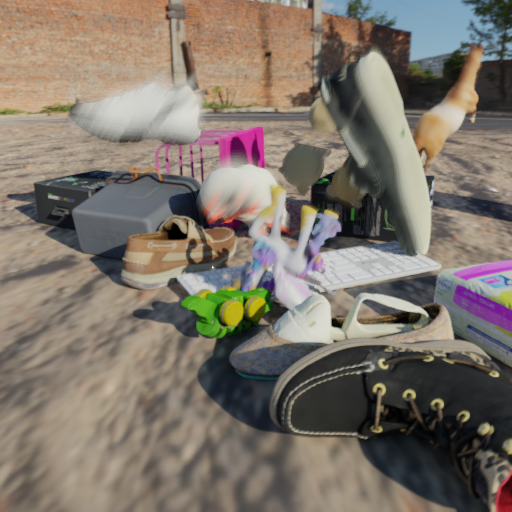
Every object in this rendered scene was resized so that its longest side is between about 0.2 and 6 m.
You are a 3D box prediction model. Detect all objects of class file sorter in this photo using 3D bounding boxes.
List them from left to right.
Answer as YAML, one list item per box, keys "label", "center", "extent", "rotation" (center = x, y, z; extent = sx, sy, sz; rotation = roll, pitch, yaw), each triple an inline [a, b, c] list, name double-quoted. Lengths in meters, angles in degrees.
- label: "file sorter"
  center: [-0.985, -1.895, 13.145]
  extent: [1.771, 1.962, 2.823]
  rotation: [2, 18, 16]

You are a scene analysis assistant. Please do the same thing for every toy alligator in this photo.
- label: "toy alligator"
  center: [-0.167, 0.729, 7.294]
  extent: [0.616, 0.564, 2.079]
  rotation: [17, 13, 39]

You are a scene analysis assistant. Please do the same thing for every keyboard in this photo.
- label: "keyboard"
  center: [0.974, 0.268, 9.081]
  extent: [4.367, 0.233, 1.229]
  rotation: [-9, 20, -26]

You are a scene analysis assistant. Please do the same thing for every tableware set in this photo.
- label: "tableware set"
  center: [1.644, -2.127, 11.024]
  extent: [1.935, 2.316, 0.269]
  rotation: [28, 6, 20]

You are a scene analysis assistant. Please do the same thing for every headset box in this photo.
- label: "headset box"
  center: [-3.700, -1.270, 12.715]
  extent: [1.800, 0.959, 2.068]
  rotation: [11, 21, 28]
- label: "headset box"
  center: [2.452, -1.147, 12.106]
  extent: [2.385, 1.106, 2.077]
  rotation: [8, 20, 25]

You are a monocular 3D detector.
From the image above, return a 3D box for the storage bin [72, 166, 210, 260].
- label: "storage bin"
  center: [-2.229, -0.738, 10.426]
  extent: [2.233, 1.625, 1.500]
  rotation: [8, 30, 23]

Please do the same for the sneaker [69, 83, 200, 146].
- label: "sneaker"
  center: [-2.246, -2.699, 10.541]
  extent: [2.536, 1.014, 0.935]
  rotation: [5, -10, 7]

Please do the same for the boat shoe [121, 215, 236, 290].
- label: "boat shoe"
  center: [-1.198, -0.203, 9.472]
  extent: [0.967, 0.917, 2.553]
  rotation: [11, 21, 31]

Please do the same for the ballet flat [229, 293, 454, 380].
- label: "ballet flat"
  center: [0.967, 0.838, 6.330]
  extent: [2.563, 0.862, 0.872]
  rotation: [-2, 19, -7]

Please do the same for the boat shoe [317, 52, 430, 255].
- label: "boat shoe"
  center: [2.118, -1.586, 9.568]
  extent: [1.172, 3.467, 1.245]
  rotation: [-15, 17, 34]

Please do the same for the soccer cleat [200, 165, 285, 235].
- label: "soccer cleat"
  center: [-0.234, -1.181, 10.108]
  extent: [1.052, 1.177, 3.035]
  rotation: [-13, -12, 17]

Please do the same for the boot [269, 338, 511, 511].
- label: "boot"
  center: [1.459, 1.410, 4.667]
  extent: [2.354, 0.861, 1.772]
  rotation: [0, 16, -19]

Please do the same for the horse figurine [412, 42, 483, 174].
- label: "horse figurine"
  center: [3.410, -2.395, 10.355]
  extent: [0.647, 2.593, 1.719]
  rotation: [39, -9, 24]

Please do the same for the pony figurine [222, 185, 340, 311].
- label: "pony figurine"
  center: [0.474, 0.073, 7.662]
  extent: [1.576, 1.632, 1.359]
  rotation: [26, 18, 4]

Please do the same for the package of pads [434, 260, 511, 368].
- label: "package of pads"
  center: [3.809, 0.666, 6.869]
  extent: [2.524, 0.861, 1.950]
  rotation: [-7, 19, -21]
